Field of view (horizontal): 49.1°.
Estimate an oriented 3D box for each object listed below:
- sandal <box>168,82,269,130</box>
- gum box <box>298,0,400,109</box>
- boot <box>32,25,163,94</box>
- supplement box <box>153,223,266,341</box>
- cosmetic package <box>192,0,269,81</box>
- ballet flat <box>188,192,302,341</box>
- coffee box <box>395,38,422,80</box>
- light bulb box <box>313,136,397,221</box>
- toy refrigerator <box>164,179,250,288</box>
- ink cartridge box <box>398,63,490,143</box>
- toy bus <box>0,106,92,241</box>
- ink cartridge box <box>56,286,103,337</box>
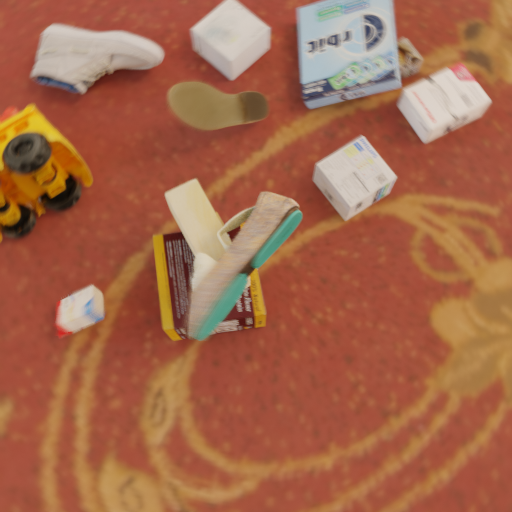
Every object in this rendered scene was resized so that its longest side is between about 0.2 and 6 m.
[{"bbox_3d":[-0.822,-2.671,10.316,2.244,0.738,0.823,-11,95,-41],"label":"sandal"},{"bbox_3d":[1.766,-4.061,10.862,1.798,0.471,2.116,-8,70,21],"label":"gum box"},{"bbox_3d":[-3.118,-3.675,10.943,2.493,0.917,1.191,11,79,12],"label":"boot"},{"bbox_3d":[-0.764,0.456,9.416,1.629,1.082,1.607,-9,72,-3],"label":"supplement box"},{"bbox_3d":[-0.497,-4.322,11.172,1.097,0.674,1.093,42,77,11],"label":"cosmetic package"},{"bbox_3d":[-0.348,0.070,7.882,0.815,0.825,2.424,36,76,17],"label":"ballet flat"},{"bbox_3d":[2.649,-3.785,11.120,1.056,0.422,0.597,-28,73,-9],"label":"coffee box"},{"bbox_3d":[1.783,-1.410,10.233,1.061,0.662,1.052,-32,74,-10],"label":"light bulb box"},{"bbox_3d":[-0.730,-0.255,8.713,0.621,0.674,1.775,-27,74,-9],"label":"toy refrigerator"},{"bbox_3d":[3.583,-2.933,10.772,1.349,0.569,0.976,-27,74,-8],"label":"ink cartridge box"},{"bbox_3d":[-4.412,-1.635,10.002,2.183,1.481,2.096,-36,63,-8],"label":"toy bus"},{"bbox_3d":[-3.047,0.950,9.442,0.910,0.306,0.529,-24,50,11],"label":"ink cartridge box"}]
